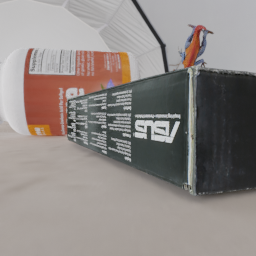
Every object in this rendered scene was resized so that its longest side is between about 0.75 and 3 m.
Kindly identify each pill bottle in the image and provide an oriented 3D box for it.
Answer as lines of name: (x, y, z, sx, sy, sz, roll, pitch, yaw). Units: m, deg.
pill bottle: (-1.147, -0.583, 4.701, 2.555, 1.433, 1.433, 0, 2, -9)

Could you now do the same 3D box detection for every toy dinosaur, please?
toy dinosaur: (2.127, -2.616, 10.109, 1.188, 2.054, 2.263, 28, 19, 20)

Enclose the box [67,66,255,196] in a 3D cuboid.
box: (0.821, -0.057, 2.530, 2.336, 0.575, 2.419, -3, 4, -24)
